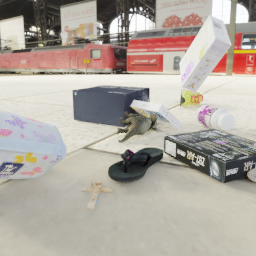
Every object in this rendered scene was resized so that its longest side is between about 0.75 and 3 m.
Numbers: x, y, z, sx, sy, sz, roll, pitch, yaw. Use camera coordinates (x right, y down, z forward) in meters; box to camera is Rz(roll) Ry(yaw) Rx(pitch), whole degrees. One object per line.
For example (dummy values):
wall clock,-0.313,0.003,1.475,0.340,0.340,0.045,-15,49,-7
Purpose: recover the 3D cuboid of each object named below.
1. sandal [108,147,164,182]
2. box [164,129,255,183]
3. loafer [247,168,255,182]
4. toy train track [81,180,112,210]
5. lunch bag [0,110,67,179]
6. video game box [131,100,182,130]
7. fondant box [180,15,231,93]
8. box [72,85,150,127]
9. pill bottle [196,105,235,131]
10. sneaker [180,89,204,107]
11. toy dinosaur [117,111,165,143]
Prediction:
sandal,0.210,0.749,7.124,0.873,0.556,2.324,7,15,25
box,2.390,0.610,7.479,1.915,0.520,2.390,-7,16,-26
loafer,3.104,1.080,6.403,0.992,0.357,0.312,2,-5,-19
toy train track,-0.670,1.301,5.689,0.650,0.184,1.134,0,14,2
lunch bag,-2.833,0.342,6.125,2.413,1.534,2.046,5,-5,42
video game box,1.113,-0.540,11.195,1.472,0.378,1.616,33,-11,-40
fondant box,3.400,-3.333,12.789,0.813,2.793,2.015,17,46,-12
box,-0.726,-1.115,12.864,2.714,1.413,2.472,8,16,29
pill bottle,3.467,-0.382,11.073,0.866,0.866,1.542,-5,15,-19
sneaker,3.820,-1.792,16.566,1.163,1.006,2.575,10,16,26
toy dinosaur,0.349,-0.122,9.958,1.232,0.927,2.408,-2,9,26
